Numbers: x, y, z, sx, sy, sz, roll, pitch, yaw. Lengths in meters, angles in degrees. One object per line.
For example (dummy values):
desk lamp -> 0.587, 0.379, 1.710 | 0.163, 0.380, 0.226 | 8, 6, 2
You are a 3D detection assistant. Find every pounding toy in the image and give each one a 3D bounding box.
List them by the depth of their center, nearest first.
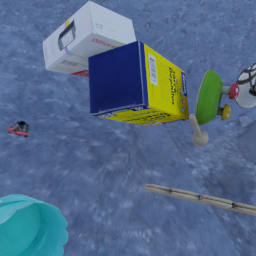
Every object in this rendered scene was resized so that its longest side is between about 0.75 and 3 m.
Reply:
pounding toy -> 2.015, -0.476, 6.355 | 0.781, 1.299, 1.682 | 14, 62, 23

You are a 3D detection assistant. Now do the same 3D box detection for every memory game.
memory game -> 1.376, 1.276, 4.882 | 2.217, 2.217, 0.141 | 12, 78, 7

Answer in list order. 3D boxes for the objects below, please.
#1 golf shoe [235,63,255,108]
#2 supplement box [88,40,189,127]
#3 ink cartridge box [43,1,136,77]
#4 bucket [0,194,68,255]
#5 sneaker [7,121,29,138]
golf shoe -> 3.154, -1.024, 6.447 | 0.927, 2.385, 1.127 | 22, 59, 2
supplement box -> 0.349, -0.838, 6.396 | 1.286, 2.362, 1.294 | -9, 80, 32
ink cartridge box -> -0.885, -1.875, 6.332 | 1.320, 1.788, 0.766 | 2, 73, -47
bucket -> -1.789, 1.785, 4.610 | 0.906, 1.393, 1.393 | 6, 51, 46
sneaker -> -2.777, 0.003, 7.127 | 0.805, 0.285, 0.393 | 7, 84, 39
